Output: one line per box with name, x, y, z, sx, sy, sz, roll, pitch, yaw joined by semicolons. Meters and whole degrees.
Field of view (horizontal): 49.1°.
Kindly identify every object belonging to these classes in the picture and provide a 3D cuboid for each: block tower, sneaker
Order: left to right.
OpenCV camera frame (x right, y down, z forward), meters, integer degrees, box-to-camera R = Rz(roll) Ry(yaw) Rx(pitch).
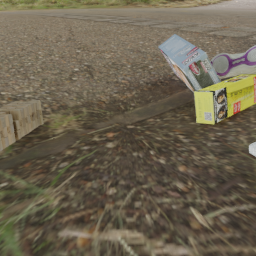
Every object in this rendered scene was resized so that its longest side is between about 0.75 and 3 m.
block tower;-2.758;-0.050;6.208;0.708;0.661;2.449;2;17;11
sneaker;4.002;-2.144;9.859;1.261;0.947;2.531;12;-7;-39

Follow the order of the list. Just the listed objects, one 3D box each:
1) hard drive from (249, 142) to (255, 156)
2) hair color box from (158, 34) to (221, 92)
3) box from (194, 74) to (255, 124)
hard drive;3.573;0.606;5.356;1.329;0.269;2.015;-18;25;-13
hair color box;2.041;-2.144;9.534;0.837;1.367;2.762;-36;29;9
box;2.827;-0.857;7.828;2.400;0.903;0.601;-20;20;-37
